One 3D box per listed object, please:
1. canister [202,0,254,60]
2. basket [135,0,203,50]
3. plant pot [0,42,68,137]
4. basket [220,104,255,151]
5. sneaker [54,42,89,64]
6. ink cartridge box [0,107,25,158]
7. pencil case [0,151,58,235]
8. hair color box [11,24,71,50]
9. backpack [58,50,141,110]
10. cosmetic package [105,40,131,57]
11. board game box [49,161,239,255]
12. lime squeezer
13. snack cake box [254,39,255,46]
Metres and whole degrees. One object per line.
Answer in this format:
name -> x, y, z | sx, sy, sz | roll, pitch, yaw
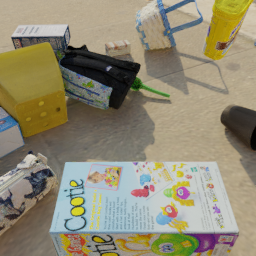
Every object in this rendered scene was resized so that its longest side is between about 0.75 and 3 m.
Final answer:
canister -> 2.737, -2.924, 7.752 | 0.787, 1.819, 1.351 | 31, 71, 16
basket -> 1.714, -4.608, 11.985 | 2.702, 1.879, 2.382 | -19, 38, 20
plant pot -> -2.750, -0.940, 8.046 | 1.989, 1.989, 1.754 | -23, 57, -24
basket -> 3.225, -0.117, 7.747 | 0.819, 1.086, 1.205 | -15, 32, -22
sneaker -> -2.593, -2.974, 11.044 | 2.155, 0.893, 0.764 | -5, 39, -6
ink cartridge box -> -4.141, -0.080, 7.721 | 1.415, 0.827, 2.438 | -32, 50, -31
pencil case -> -2.623, 1.532, 5.637 | 0.976, 1.122, 2.508 | 27, 48, 27
hair color box -> -2.694, -2.842, 8.781 | 1.619, 0.490, 0.810 | 1, 45, 3
backpack -> -1.098, -1.613, 9.016 | 2.410, 1.853, 1.966 | 27, 47, -2
cosmetic package -> -0.433, -3.383, 11.874 | 0.996, 0.434, 0.515 | -16, 43, -18
board game box -> 0.247, 1.651, 5.203 | 2.871, 1.479, 1.505 | 0, 41, 0
lime squeezer -> 0.268, -1.661, 9.976 | 0.972, 0.519, 2.752 | 6, 27, -44
snack cake box -> 6.127, -3.832, 12.310 | 0.960, 0.552, 0.322 | 23, 46, 25
